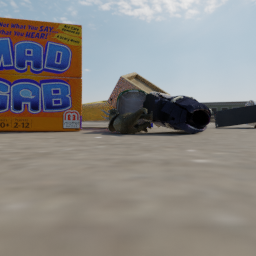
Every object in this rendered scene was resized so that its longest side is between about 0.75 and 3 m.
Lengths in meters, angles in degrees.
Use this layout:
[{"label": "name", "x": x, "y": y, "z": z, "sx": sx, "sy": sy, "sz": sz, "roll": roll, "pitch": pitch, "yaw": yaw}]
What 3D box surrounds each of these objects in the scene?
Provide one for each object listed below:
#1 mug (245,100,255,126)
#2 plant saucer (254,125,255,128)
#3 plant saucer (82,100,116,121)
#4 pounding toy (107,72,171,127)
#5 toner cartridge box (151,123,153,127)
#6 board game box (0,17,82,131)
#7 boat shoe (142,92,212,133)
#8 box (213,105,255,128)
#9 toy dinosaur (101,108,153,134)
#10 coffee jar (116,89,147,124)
[{"label": "mug", "x": 6.145, "y": -0.549, "z": 12.534, "sx": 1.386, "sy": 1.167, "sz": 1.581, "roll": 9, "pitch": 15, "yaw": -2}, {"label": "plant saucer", "x": 5.821, "y": -0.106, "z": 11.234, "sx": 1.420, "sy": 0.245, "sz": 1.420, "roll": 1, "pitch": 2, "yaw": 0}, {"label": "plant saucer", "x": -0.904, "y": -0.844, "z": 12.236, "sx": 2.888, "sy": 0.700, "sz": 2.888, "roll": -2, "pitch": 9, "yaw": 33}, {"label": "pounding toy", "x": 0.557, "y": -0.923, "z": 10.892, "sx": 2.062, "sy": 1.593, "sz": 2.240, "roll": 34, "pitch": 23, "yaw": 7}, {"label": "toner cartridge box", "x": 0.311, "y": -0.162, "z": 11.901, "sx": 1.403, "sy": 0.303, "sz": 0.666, "roll": -1, "pitch": 2, "yaw": -29}, {"label": "board game box", "x": -2.925, "y": -1.372, "z": 8.429, "sx": 2.850, "sy": 2.848, "sz": 2.848, "roll": 0, "pitch": 2, "yaw": -15}, {"label": "boat shoe", "x": 1.574, "y": -0.256, "z": 6.938, "sx": 1.253, "sy": 1.009, "sz": 2.702, "roll": 22, "pitch": 14, "yaw": 37}, {"label": "box", "x": 4.634, "y": -0.482, "z": 11.508, "sx": 1.858, "sy": 0.733, "sz": 1.311, "roll": -10, "pitch": -1, "yaw": 31}, {"label": "toy dinosaur", "x": 0.021, "y": -0.107, "z": 6.228, "sx": 0.927, "sy": 0.698, "sz": 1.813, "roll": -12, "pitch": 10, "yaw": -13}, {"label": "coffee jar", "x": 0.165, "y": -0.454, "z": 7.989, "sx": 0.894, "sy": 1.093, "sz": 2.096, "roll": 1, "pitch": 0, "yaw": 2}]
